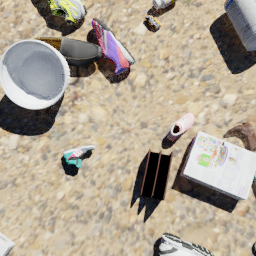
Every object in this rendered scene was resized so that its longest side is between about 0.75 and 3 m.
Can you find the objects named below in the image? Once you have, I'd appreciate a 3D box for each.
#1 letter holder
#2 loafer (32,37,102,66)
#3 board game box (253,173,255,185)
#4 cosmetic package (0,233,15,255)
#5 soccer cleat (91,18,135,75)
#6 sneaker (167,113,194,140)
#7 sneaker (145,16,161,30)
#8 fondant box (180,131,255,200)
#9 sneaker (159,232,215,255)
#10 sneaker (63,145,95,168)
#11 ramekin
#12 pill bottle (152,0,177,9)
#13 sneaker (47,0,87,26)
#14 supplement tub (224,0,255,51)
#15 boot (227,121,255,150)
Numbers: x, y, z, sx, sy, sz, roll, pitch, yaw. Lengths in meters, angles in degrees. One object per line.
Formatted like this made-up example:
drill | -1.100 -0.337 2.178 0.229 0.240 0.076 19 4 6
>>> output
letter holder | 1.034 1.680 10.235 0.892 1.261 1.774 12 76 3
loafer | -2.524 -3.182 11.439 2.889 1.044 1.052 2 82 7
board game box | 5.479 2.315 10.587 1.095 0.265 1.447 -14 77 -4
cosmetic package | -4.879 4.572 9.790 0.865 0.682 1.607 35 79 7
soccer cleat | -0.853 -3.485 11.787 1.016 0.947 2.777 -40 76 8
sneaker | 2.136 -0.116 10.974 1.413 0.739 0.532 -43 77 -11
sneaker | 1.065 -4.643 12.350 0.823 0.322 0.318 37 83 8
fondant box | 3.452 1.421 10.582 2.441 0.711 1.761 23 77 4
sneaker | 2.109 4.509 9.859 2.200 0.811 0.880 21 90 10
sneaker | -1.819 1.135 10.736 1.283 0.537 0.775 -17 71 4
ramekin | -3.432 -2.036 10.761 2.531 1.328 2.531 1 103 3
pill bottle | 1.672 -5.749 12.464 1.114 0.628 0.628 -32 78 -8
sneaker | -3.139 -5.620 12.212 2.852 1.075 1.089 39 78 11
supplement tub | 5.180 -4.609 11.722 1.526 1.526 2.314 -21 76 -5
boot | 4.618 0.417 11.048 1.102 0.380 1.183 -22 81 -4
